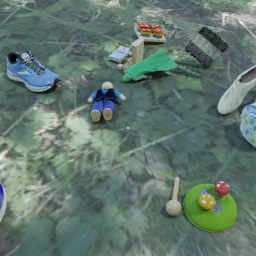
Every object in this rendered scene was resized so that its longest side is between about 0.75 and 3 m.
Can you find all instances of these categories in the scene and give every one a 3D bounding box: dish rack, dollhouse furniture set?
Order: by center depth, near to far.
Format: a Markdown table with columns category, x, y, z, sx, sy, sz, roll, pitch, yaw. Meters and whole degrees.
| category | x | y | z | sx | sy | sz | roll | pitch | yaw |
| --- | --- | --- | --- | --- | --- | --- | --- | --- | --- |
| dish rack | 2.848 | -2.951 | 10.064 | 1.288 | 1.679 | 0.458 | 39 | 70 | -1 |
| dollhouse furniture set | -0.241 | -2.946 | 10.810 | 1.376 | 0.898 | 1.299 | 23 | 48 | 23 |

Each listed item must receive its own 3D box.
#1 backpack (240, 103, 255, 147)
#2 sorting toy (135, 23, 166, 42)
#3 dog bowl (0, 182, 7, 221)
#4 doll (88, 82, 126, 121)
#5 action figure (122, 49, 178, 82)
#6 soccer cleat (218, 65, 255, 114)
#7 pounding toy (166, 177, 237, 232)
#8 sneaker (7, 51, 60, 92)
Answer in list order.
| category | x | y | z | sx | sy | sz | roll | pitch | yaw |
| --- | --- | --- | --- | --- | --- | --- | --- | --- | --- |
| backpack | 3.607 | -0.115 | 7.690 | 0.850 | 1.058 | 1.156 | -15 | 43 | -15 |
| sorting toy | 0.992 | -4.236 | 12.316 | 1.160 | 0.406 | 1.167 | -1 | 41 | -14 |
| dog bowl | -3.844 | 1.610 | 6.000 | 2.164 | 0.852 | 2.164 | 0 | 43 | 0 |
| doll | -0.696 | -0.910 | 8.970 | 1.255 | 0.446 | 1.839 | -6 | 37 | 5 |
| action figure | 0.655 | -2.151 | 10.230 | 1.991 | 0.544 | 1.176 | -25 | 50 | -15 |
| soccer cleat | 3.275 | -1.153 | 8.289 | 0.714 | 1.840 | 0.638 | 6 | 44 | -43 |
| pounding toy | 1.690 | 1.535 | 6.185 | 1.518 | 0.704 | 1.171 | 14 | 45 | 14 |
| sneaker | -3.396 | -2.020 | 9.717 | 2.360 | 1.052 | 0.927 | 22 | 48 | 21 |
